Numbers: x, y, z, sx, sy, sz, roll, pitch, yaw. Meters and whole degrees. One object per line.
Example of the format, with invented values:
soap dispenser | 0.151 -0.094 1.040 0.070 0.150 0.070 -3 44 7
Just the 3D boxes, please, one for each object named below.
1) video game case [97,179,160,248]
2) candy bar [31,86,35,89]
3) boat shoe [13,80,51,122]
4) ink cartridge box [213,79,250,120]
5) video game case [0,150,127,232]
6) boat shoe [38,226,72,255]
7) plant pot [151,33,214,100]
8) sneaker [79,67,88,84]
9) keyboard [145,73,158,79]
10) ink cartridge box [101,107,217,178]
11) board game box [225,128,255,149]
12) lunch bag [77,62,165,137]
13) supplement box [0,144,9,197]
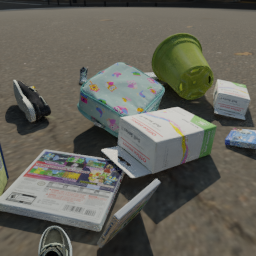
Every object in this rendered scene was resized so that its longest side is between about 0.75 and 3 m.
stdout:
video game case | 0.019 1.640 5.413 0.140 1.163 1.276 42 43 18
candy bar | -4.092 -1.384 11.808 0.449 0.200 1.802 -22 33 -8
boat shoe | -3.708 -1.130 10.606 0.803 0.983 2.661 -17 36 -28
ink cartridge box | 3.951 -1.137 10.758 1.195 0.687 2.041 14 31 8
video game case | -1.462 1.360 6.797 2.433 0.280 2.217 7 30 12
boat shoe | -1.254 2.270 4.821 0.603 0.594 1.674 -8 30 -14
plant pot | 2.472 -2.454 11.964 2.425 2.425 2.229 -6 41 -12
sneaker | -2.163 -2.589 13.555 0.414 0.674 1.036 1 29 3
keyboard | 0.455 -2.596 13.946 2.943 0.157 0.828 -2 31 2
ink cartridge box | 0.850 0.280 7.769 2.833 0.954 1.659 -13 31 -34
board game box | 3.584 0.306 8.663 0.900 0.196 0.905 9 29 33
lunch bag | -0.158 -0.962 9.611 2.354 1.131 2.935 34 44 11
supplement box | -3.489 0.996 6.039 1.102 1.641 1.640 -3 29 -5
